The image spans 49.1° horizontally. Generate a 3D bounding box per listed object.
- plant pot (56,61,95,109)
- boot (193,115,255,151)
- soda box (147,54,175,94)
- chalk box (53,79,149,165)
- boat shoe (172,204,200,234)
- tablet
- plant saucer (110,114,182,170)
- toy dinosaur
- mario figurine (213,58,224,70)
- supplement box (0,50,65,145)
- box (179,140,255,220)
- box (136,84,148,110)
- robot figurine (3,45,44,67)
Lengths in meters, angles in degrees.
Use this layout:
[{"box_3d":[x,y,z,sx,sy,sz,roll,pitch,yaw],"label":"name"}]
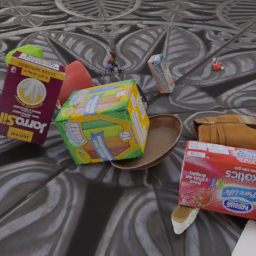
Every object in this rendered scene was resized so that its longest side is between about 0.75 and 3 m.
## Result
[{"box_3d":[-2.210,-1.525,10.570,1.423,1.608,1.608,-31,45,-19],"label":"plant pot"},{"box_3d":[3.141,0.348,8.377,2.016,0.996,2.597,-1,36,-2],"label":"boot"},{"box_3d":[1.346,-2.131,11.173,0.533,1.559,0.496,-2,43,35],"label":"soda box"},{"box_3d":[-0.936,-0.117,8.189,2.695,1.677,1.668,-10,34,18],"label":"chalk box"},{"box_3d":[1.360,2.042,6.595,0.469,0.459,1.325,11,16,33],"label":"boat shoe"},{"box_3d":[3.272,2.784,5.849,1.867,0.127,1.215,25,43,29],"label":"tablet"},{"box_3d":[0.557,0.458,8.109,2.324,0.425,2.324,-26,27,14],"label":"plant saucer"},{"box_3d":[-0.602,-2.787,12.065,0.906,1.725,1.565,-6,39,-15],"label":"toy dinosaur"},{"box_3d":[4.355,-3.101,13.493,0.535,0.459,0.867,6,36,7],"label":"mario figurine"},{"box_3d":[-2.867,-0.879,8.186,1.505,2.300,1.187,15,19,-19],"label":"supplement box"},{"box_3d":[2.624,1.234,6.682,2.664,1.272,1.328,8,16,11],"label":"box"},{"box_3d":[-0.169,-1.132,10.846,1.564,0.391,1.576,-8,35,-8],"label":"box"},{"box_3d":[-4.875,-3.231,13.150,1.631,1.075,1.858,22,42,27],"label":"robot figurine"}]
